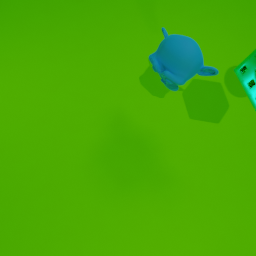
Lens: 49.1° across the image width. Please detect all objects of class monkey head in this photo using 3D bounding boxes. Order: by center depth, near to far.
[{"bbox_3d":[1.136,-1.431,6.280,1.040,1.241,1.726,-43,66,0],"label":"monkey head"}]

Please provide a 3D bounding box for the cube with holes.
[{"bbox_3d":[2.529,-0.809,4.482,0.949,0.949,0.949,10,51,-29],"label":"cube with holes"}]
